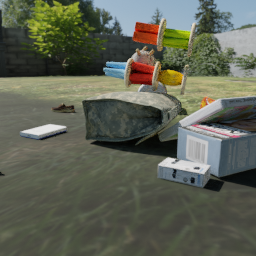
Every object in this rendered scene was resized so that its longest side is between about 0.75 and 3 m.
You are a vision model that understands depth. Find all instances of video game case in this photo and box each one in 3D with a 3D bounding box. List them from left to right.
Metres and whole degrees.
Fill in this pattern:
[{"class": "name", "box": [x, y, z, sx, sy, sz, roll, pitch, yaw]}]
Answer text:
[{"class": "video game case", "box": [2.558, -0.250, 7.979, 2.440, 0.296, 2.681, -7, -16, -30]}]

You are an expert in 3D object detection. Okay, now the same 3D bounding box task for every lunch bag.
[{"class": "lunch bag", "box": [0.269, -0.380, 8.681, 2.591, 1.523, 2.125, 1, 12, 24]}]

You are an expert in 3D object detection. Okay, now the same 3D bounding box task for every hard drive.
[{"class": "hard drive", "box": [-2.840, 0.115, 9.493, 0.857, 0.165, 1.299, 7, 15, 29]}]

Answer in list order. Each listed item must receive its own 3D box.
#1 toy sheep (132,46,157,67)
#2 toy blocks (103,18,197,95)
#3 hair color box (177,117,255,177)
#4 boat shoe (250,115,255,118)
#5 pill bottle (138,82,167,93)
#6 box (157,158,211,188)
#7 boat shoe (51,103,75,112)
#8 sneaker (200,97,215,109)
[{"class": "toy sheep", "box": [0.568, -2.332, 10.065, 1.005, 1.005, 1.458, 8, -27, 31]}, {"class": "toy blocks", "box": [0.614, -2.342, 9.003, 2.765, 2.304, 1.004, 10, 29, 10]}, {"class": "hair color box", "box": [2.802, 0.351, 6.944, 2.867, 0.869, 1.419, -6, 14, -28]}, {"class": "boat shoe", "box": [5.309, -0.677, 11.430, 1.026, 0.878, 2.803, -13, 17, -40]}, {"class": "pill bottle", "box": [1.333, -1.806, 14.799, 1.503, 1.503, 2.701, 2, 13, 8]}, {"class": "box", "box": [1.166, 0.909, 5.837, 0.976, 0.293, 0.569, 7, 15, 30]}, {"class": "boat shoe", "box": [-3.186, -1.005, 13.695, 1.176, 0.423, 0.424, 2, 13, 10]}, {"class": "sneaker", "box": [3.929, -0.861, 12.737, 0.865, 0.819, 2.243, 11, 18, -12]}]
